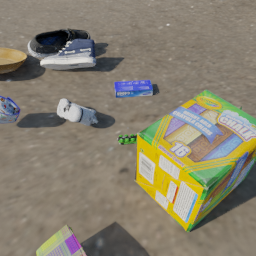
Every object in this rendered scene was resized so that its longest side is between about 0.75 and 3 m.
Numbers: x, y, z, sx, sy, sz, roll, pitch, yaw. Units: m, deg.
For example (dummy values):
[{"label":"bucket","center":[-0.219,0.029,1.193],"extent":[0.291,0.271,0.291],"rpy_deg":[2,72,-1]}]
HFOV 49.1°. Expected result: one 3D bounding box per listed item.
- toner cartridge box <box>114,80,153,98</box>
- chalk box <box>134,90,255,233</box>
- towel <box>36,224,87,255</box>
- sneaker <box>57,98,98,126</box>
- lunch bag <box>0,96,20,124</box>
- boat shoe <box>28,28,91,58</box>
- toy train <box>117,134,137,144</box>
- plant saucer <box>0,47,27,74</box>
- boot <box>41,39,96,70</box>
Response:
[{"label":"toner cartridge box","center":[0.160,-1.197,8.529],"extent":[1.120,0.242,0.532],"rpy_deg":[-3,44,-4]},{"label":"chalk box","center":[1.626,0.459,5.734],"extent":[2.606,1.621,1.613],"rpy_deg":[-31,53,-27]},{"label":"towel","center":[-0.984,2.052,4.271],"extent":[0.713,0.113,0.993],"rpy_deg":[-39,45,-11]},{"label":"sneaker","center":[-1.338,-0.384,7.388],"extent":[0.749,0.490,1.303],"rpy_deg":[19,5,-40]},{"label":"lunch bag","center":[-3.106,-0.446,6.791],"extent":[0.896,0.762,0.555],"rpy_deg":[20,65,-22]},{"label":"boat shoe","center":[-2.193,-3.021,9.503],"extent":[2.399,0.795,0.839],"rpy_deg":[-21,86,-35]},{"label":"toy train","center":[0.198,0.278,6.945],"extent":[0.927,0.261,0.193],"rpy_deg":[-5,49,-5]},{"label":"plant saucer","center":[-4.494,-2.191,9.168],"extent":[2.277,0.403,2.277],"rpy_deg":[5,28,-2]},{"label":"boot","center":[-1.953,-2.427,9.205],"extent":[1.838,0.668,0.830],"rpy_deg":[-2,84,4]}]
